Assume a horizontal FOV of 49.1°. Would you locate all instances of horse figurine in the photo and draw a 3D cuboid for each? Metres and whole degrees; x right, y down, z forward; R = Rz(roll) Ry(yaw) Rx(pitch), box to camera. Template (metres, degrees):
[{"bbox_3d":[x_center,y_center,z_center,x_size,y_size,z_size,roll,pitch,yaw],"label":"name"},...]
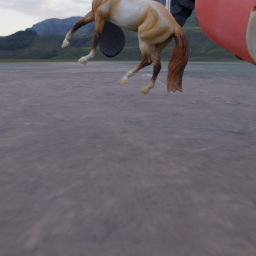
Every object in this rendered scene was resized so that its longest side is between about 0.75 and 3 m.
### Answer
[{"bbox_3d":[-0.003,-1.513,4.283,2.406,1.594,0.600,31,21,3],"label":"horse figurine"}]

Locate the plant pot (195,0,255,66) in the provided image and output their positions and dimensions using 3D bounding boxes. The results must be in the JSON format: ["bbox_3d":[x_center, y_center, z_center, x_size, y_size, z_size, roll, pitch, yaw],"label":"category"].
[{"bbox_3d":[2.290,-1.925,4.378,2.137,2.137,1.891,0,38,-1],"label":"plant pot"}]

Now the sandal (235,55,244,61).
[{"bbox_3d":[4.048,-3.257,9.567,0.752,2.001,0.479,-12,30,-9],"label":"sandal"}]

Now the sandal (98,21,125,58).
[{"bbox_3d":[-0.642,-3.164,9.210,0.871,0.523,2.320,-11,61,-7],"label":"sandal"}]

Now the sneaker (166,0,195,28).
[{"bbox_3d":[1.413,-3.276,6.703,0.703,1.792,0.712,-8,22,-40],"label":"sneaker"}]
